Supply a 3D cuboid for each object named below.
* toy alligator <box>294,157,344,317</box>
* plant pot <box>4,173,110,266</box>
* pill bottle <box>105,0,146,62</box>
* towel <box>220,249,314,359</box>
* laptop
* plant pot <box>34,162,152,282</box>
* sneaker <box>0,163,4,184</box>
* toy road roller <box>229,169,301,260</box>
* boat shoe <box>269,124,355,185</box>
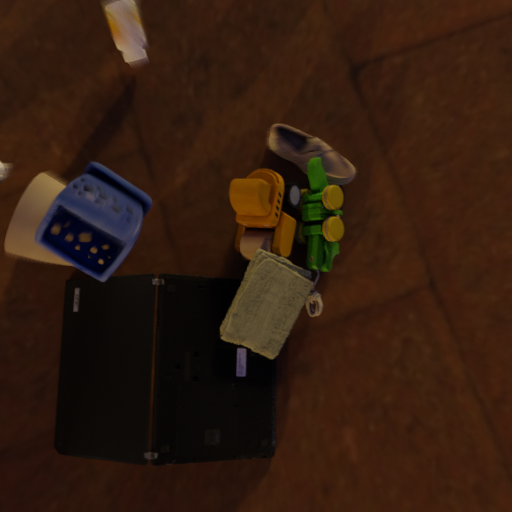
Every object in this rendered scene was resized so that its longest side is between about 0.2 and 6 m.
[{"bbox_3d":[1.037,-0.279,8.497,0.645,0.704,2.376,3,85,-44],"label":"toy alligator"},{"bbox_3d":[-2.753,-0.366,8.273,1.347,1.262,1.262,24,80,-11],"label":"plant pot"},{"bbox_3d":[-2.049,-3.567,8.929,0.473,0.473,0.852,-16,108,-3],"label":"pill bottle"},{"bbox_3d":[0.159,0.702,8.086,1.057,0.260,1.424,26,86,-22],"label":"towel"},{"bbox_3d":[-1.310,1.638,8.348,2.933,1.515,2.599,5,79,-25],"label":"laptop"},{"bbox_3d":[-2.098,-0.498,7.430,1.115,1.115,1.003,33,47,-14],"label":"plant pot"},{"bbox_3d":[-4.866,-1.273,7.988,2.334,1.054,0.912,-8,65,14],"label":"sneaker"},{"bbox_3d":[0.029,-0.619,8.227,0.817,0.971,1.330,5,81,35],"label":"toy road roller"},{"bbox_3d":[0.864,-1.595,8.738,1.485,0.482,0.536,31,80,7],"label":"boat shoe"}]
